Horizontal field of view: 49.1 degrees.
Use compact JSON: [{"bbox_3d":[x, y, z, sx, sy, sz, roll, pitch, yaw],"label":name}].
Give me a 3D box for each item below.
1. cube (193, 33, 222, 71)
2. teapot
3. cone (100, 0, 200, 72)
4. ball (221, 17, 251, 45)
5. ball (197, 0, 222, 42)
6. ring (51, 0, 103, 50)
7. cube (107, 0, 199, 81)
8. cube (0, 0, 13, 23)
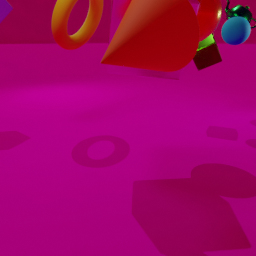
[{"bbox_3d":[2.301,-2.350,8.439,0.757,0.757,0.757,-20,47,23],"label":"cube"},{"bbox_3d":[3.711,-3.759,9.322,1.404,0.687,0.873,40,15,13],"label":"teapot"},{"bbox_3d":[0.071,-0.987,3.344,1.130,1.130,1.134,16,42,39],"label":"cone"},{"bbox_3d":[2.931,-2.636,7.622,0.740,0.740,0.740,0,19,0],"label":"ball"},{"bbox_3d":[1.313,-2.445,5.937,1.284,1.284,1.284,0,19,0],"label":"ball"},{"bbox_3d":[-1.289,-2.942,7.359,0.376,1.880,1.880,32,28,13],"label":"ring"},{"bbox_3d":[0.340,-1.746,4.955,1.301,1.301,1.301,5,34,-5],"label":"cube"},{"bbox_3d":[-4.147,-3.475,7.983,0.979,0.979,0.979,21,72,39],"label":"cube"}]
